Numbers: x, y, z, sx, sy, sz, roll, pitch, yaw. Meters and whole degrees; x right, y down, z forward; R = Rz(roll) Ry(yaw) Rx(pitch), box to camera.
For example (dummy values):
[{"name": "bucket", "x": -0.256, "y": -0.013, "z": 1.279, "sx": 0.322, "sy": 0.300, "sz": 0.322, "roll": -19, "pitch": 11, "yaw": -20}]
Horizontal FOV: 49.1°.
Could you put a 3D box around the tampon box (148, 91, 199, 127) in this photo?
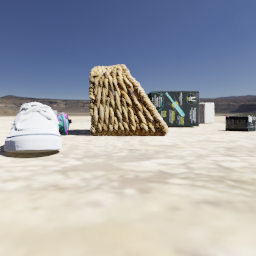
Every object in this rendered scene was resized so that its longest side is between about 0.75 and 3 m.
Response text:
[{"name": "tampon box", "x": 1.841, "y": -0.772, "z": 11.573, "sx": 1.941, "sy": 1.455, "sz": 1.225, "roll": 0, "pitch": 3, "yaw": -2}]

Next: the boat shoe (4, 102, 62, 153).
[{"name": "boat shoe", "x": -1.612, "y": -0.050, "z": 4.745, "sx": 0.873, "sy": 0.775, "sz": 2.372, "roll": -1, "pitch": 3, "yaw": -21}]

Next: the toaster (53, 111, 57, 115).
[{"name": "toaster", "x": -3.228, "y": -0.307, "z": 10.301, "sx": 1.049, "sy": 0.688, "sz": 1.160, "roll": 3, "pitch": 4, "yaw": 28}]

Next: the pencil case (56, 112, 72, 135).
[{"name": "pencil case", "x": -2.205, "y": -0.109, "z": 7.476, "sx": 1.306, "sy": 0.604, "sz": 0.556, "roll": -1, "pitch": 4, "yaw": 5}]

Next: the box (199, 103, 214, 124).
[{"name": "box", "x": 3.364, "y": -0.836, "z": 15.844, "sx": 0.971, "sy": 1.166, "sz": 2.839, "roll": -4, "pitch": 4, "yaw": -44}]

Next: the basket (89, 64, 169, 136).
[{"name": "basket", "x": 0.064, "y": -0.854, "z": 8.309, "sx": 2.081, "sy": 1.994, "sz": 2.793, "roll": -1, "pitch": 3, "yaw": 3}]

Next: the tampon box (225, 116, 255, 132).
[{"name": "tampon box", "x": 3.677, "y": -0.150, "z": 9.146, "sx": 0.591, "sy": 0.498, "sz": 0.789, "roll": -3, "pitch": 4, "yaw": -43}]
